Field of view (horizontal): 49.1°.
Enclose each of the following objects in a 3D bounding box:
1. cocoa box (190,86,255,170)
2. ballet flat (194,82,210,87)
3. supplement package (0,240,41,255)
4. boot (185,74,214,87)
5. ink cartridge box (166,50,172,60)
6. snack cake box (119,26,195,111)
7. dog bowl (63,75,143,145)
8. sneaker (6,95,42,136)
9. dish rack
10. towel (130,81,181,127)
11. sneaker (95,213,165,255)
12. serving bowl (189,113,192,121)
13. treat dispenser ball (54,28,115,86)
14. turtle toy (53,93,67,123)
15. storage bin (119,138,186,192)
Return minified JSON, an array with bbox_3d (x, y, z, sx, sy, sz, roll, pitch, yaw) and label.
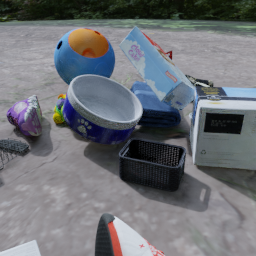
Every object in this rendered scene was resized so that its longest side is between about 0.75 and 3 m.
[{"bbox_3d":[3.153,-0.055,7.748,2.670,1.780,1.752,3,26,6],"label":"cocoa box"},{"bbox_3d":[2.728,-1.634,12.133,2.391,0.762,0.806,11,28,22],"label":"ballet flat"},{"bbox_3d":[-1.440,2.437,3.814,0.787,0.817,1.436,-12,28,-26],"label":"supplement package"},{"bbox_3d":[3.393,-2.203,13.611,1.121,0.536,1.484,1,26,-7],"label":"boot"},{"bbox_3d":[1.813,-3.129,14.259,0.522,1.553,0.902,16,31,30],"label":"ink cartridge box"},{"bbox_3d":[0.993,-1.902,9.080,1.517,0.887,2.639,12,40,-55],"label":"snack cake box"},{"bbox_3d":[-0.798,-0.625,8.860,2.399,0.945,2.399,19,35,-14],"label":"dog bowl"},{"bbox_3d":[-3.542,-0.348,9.450,1.093,0.994,2.473,-13,24,-11],"label":"sneaker"},{"bbox_3d":[-3.723,0.641,7.876,1.313,0.467,1.712,12,28,20],"label":"dish rack"},{"bbox_3d":[0.970,-0.946,10.675,1.653,0.719,2.961,6,28,-6],"label":"towel"},{"bbox_3d":[0.560,2.304,4.055,1.606,1.000,2.996,6,13,-22],"label":"sneaker"},{"bbox_3d":[2.627,-0.273,9.881,0.954,0.314,0.954,0,26,0],"label":"serving bowl"},{"bbox_3d":[-1.986,-3.160,12.992,2.802,2.802,2.802,0,26,0],"label":"treat dispenser ball"},{"bbox_3d":[-2.012,-0.718,10.038,1.391,0.965,1.909,-4,27,-9],"label":"turtle toy"},{"bbox_3d":[0.620,0.892,7.080,1.533,0.719,1.036,11,28,19],"label":"storage bin"}]
